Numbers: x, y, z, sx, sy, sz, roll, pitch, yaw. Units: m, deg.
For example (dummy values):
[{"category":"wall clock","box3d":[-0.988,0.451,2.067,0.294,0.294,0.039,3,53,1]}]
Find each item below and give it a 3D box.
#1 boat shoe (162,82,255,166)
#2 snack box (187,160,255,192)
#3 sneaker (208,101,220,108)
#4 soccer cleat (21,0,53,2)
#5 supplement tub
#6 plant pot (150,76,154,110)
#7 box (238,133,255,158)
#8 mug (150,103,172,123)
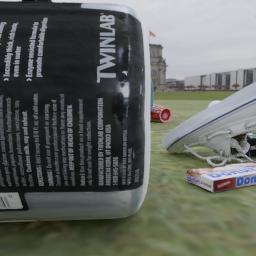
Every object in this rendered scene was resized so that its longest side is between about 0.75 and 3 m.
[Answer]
[{"category":"boat shoe","box3d":[1.541,0.143,4.300,0.880,1.015,2.381,-14,-14,-44]},{"category":"snack box","box3d":[1.389,0.569,3.465,1.302,0.158,0.468,-3,8,-25]},{"category":"sneaker","box3d":[4.541,-0.646,11.086,2.580,0.935,1.471,-13,19,-33]},{"category":"soccer cleat","box3d":[-2.800,-3.445,9.225,0.995,1.195,2.948,17,-26,31]},{"category":"supplement tub","box3d":[-1.336,-0.120,2.365,2.903,1.779,1.779,0,7,-3]},{"category":"plant pot","box3d":[-0.172,-1.326,10.288,2.019,2.057,2.014,-31,13,-11]},{"category":"box","box3d":[2.103,0.288,5.046,0.640,0.336,0.781,1,7,2]},{"category":"mug","box3d":[1.073,-0.487,10.811,0.941,0.707,1.060,-46,29,-15]}]
